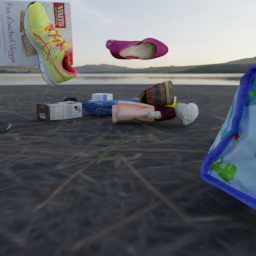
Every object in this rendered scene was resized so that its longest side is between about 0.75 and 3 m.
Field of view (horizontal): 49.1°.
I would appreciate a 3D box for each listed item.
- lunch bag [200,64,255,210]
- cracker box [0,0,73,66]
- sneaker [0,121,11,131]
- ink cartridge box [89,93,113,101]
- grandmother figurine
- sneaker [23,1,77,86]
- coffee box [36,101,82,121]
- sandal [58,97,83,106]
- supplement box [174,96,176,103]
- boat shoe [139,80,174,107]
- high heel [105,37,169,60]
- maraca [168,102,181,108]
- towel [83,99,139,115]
[{"bbox_3d":[2.349,0.281,3.054,2.507,1.598,2.132,28,20,21],"label":"lunch bag"},{"bbox_3d":[-3.189,-2.932,8.782,2.844,1.905,0.820,-4,19,-11],"label":"cracker box"},{"bbox_3d":[-3.930,-0.133,7.695,1.298,0.514,0.489,-2,9,-15],"label":"sneaker"},{"bbox_3d":[-1.649,-1.835,16.774,1.270,0.431,0.737,5,12,24],"label":"ink cartridge box"},{"bbox_3d":[0.861,-0.482,8.849,2.648,0.802,1.606,-1,14,7],"label":"grandmother figurine"},{"bbox_3d":[-2.119,-2.413,8.072,1.085,2.402,0.939,-2,36,19],"label":"sneaker"},{"bbox_3d":[-2.452,-0.620,10.055,0.793,0.560,1.403,10,15,42],"label":"coffee box"},{"bbox_3d":[-2.947,-1.331,14.058,0.717,0.456,1.907,-10,15,-42],"label":"sandal"},{"bbox_3d":[1.868,-1.510,14.411,0.755,0.441,1.198,12,5,36],"label":"supplement box"},{"bbox_3d":[0.828,-1.031,9.959,0.939,1.001,2.780,-6,-5,-8],"label":"boat shoe"},{"bbox_3d":[0.525,-2.708,9.830,2.531,0.853,1.214,3,29,-27],"label":"high heel"},{"bbox_3d":[1.688,-0.920,11.548,1.125,0.602,0.772,3,31,19],"label":"maraca"},{"bbox_3d":[-0.604,-0.850,11.360,2.232,0.542,1.246,-9,13,-34],"label":"towel"}]
